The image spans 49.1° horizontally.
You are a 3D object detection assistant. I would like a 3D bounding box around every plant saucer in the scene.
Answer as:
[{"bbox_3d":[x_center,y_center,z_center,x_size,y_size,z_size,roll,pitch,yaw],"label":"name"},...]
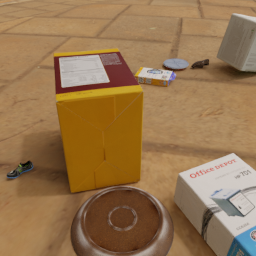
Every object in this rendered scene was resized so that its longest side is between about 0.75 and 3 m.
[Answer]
[{"bbox_3d":[-0.137,2.251,6.709,2.491,0.400,2.491,-1,36,1],"label":"plant saucer"}]

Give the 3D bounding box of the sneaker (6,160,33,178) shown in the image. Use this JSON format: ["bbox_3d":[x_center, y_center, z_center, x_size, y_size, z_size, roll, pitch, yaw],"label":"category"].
[{"bbox_3d":[-3.189,1.196,8.218,0.810,0.336,0.287,-29,43,-35],"label":"sneaker"}]

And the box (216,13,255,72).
[{"bbox_3d":[6.086,-4.117,13.696,2.280,2.291,1.963,-3,34,-25],"label":"box"}]

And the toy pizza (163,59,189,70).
[{"bbox_3d":[2.510,-3.318,14.681,1.314,0.208,1.314,-1,35,1],"label":"toy pizza"}]

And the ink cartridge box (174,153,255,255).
[{"bbox_3d":[2.561,1.940,6.534,1.861,1.092,2.542,-16,40,-21],"label":"ink cartridge box"}]

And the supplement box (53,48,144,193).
[{"bbox_3d":[-0.923,-0.349,8.122,1.981,2.942,2.983,-8,36,-11],"label":"supplement box"}]

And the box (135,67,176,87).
[{"bbox_3d":[1.323,-2.427,13.307,1.832,0.380,1.090,13,37,13],"label":"box"}]

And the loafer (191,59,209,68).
[{"bbox_3d":[3.764,-3.274,14.459,1.008,0.358,0.368,-18,-7,-3],"label":"loafer"}]
